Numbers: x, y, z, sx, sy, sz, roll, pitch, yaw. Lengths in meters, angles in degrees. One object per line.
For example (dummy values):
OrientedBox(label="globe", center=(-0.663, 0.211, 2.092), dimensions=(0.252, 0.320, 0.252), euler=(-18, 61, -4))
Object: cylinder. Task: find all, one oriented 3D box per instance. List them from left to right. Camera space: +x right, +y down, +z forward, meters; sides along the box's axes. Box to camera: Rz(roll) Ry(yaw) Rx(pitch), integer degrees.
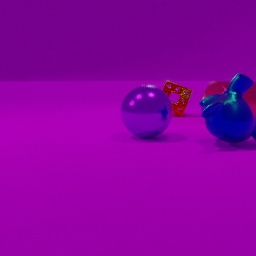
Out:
OrientedBox(label="cylinder", center=(3.045, -0.700, 8.122), dimensions=(1.297, 1.297, 1.297), euler=(-3, 11, -17))

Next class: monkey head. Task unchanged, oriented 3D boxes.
OrientedBox(label="monkey head", center=(2.235, -0.375, 5.844), dimensions=(1.868, 1.344, 1.126), euler=(21, 27, -25))

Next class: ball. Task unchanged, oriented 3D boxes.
OrientedBox(label="ball", center=(0.436, -0.380, 6.590), dimensions=(1.229, 1.229, 1.229), euler=(0, 10, 0))

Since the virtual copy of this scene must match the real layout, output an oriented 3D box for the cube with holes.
OrientedBox(label="cube with holes", center=(1.720, -1.121, 10.395), dimensions=(1.000, 1.000, 1.000), euler=(21, 11, 6))
